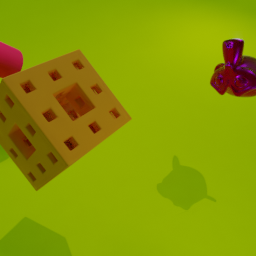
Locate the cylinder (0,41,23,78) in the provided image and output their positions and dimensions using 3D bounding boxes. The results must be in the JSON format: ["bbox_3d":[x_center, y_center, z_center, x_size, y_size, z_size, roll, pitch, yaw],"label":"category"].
[{"bbox_3d":[-3.151,-1.674,6.825,0.827,0.827,0.827,-6,78,31],"label":"cylinder"}]

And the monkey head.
[{"bbox_3d":[2.476,-1.308,6.101,1.110,1.325,1.842,-24,25,-35],"label":"monkey head"}]

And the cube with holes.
[{"bbox_3d":[-1.132,-0.111,4.499,1.397,1.397,1.397,53,48,-1],"label":"cube with holes"}]
